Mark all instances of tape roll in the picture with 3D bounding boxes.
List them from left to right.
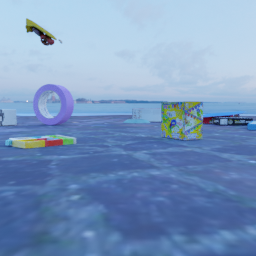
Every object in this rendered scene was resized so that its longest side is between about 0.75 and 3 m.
[{"bbox_3d":[-3.704,-1.160,13.886,2.002,2.002,0.657,2,5,22],"label":"tape roll"}]

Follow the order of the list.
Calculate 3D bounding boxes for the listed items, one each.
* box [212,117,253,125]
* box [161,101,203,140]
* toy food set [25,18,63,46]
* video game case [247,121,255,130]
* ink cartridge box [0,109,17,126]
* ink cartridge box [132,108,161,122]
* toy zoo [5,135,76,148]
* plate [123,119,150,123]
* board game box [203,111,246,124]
[{"bbox_3d":[5.142,-0.349,13.919,1.625,0.399,1.310,0,5,1],"label":"box"},{"bbox_3d":[1.447,-0.217,7.640,0.635,1.003,1.042,-2,5,-29],"label":"box"},{"bbox_3d":[-3.376,-3.610,11.028,1.623,0.530,0.955,30,13,-30],"label":"toy food set"},{"bbox_3d":[6.077,-0.103,11.364,2.088,0.260,2.917,2,5,27],"label":"video game case"},{"bbox_3d":[-6.414,-0.497,13.068,1.386,0.796,1.909,3,5,36],"label":"ink cartridge box"},{"bbox_3d":[1.431,-0.812,17.434,1.965,0.824,1.725,1,3,17],"label":"ink cartridge box"},{"bbox_3d":[-2.040,0.304,6.372,1.434,0.147,0.941,-4,6,-42],"label":"toy zoo"},{"bbox_3d":[0.498,-0.394,15.993,1.577,0.201,1.577,0,5,0],"label":"plate"},{"bbox_3d":[4.880,-0.477,15.136,2.840,0.553,2.244,-4,6,36],"label":"board game box"}]
